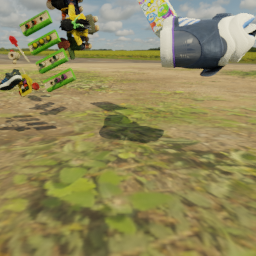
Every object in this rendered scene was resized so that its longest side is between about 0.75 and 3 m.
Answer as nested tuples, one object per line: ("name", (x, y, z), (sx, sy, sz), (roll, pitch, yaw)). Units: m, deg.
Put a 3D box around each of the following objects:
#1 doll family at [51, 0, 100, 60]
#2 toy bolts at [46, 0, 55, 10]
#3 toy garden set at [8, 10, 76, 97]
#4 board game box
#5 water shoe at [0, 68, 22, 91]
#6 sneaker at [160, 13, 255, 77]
("doll family", (-1.452, -3.100, 7.325), (0.968, 2.467, 1.426), (-4, 15, 32))
("toy bolts", (-2.085, -4.205, 8.904), (1.228, 0.891, 1.285), (1, 21, -15))
("toy garden set", (-2.204, -1.650, 6.551), (1.438, 1.725, 0.344), (-22, 3, 14))
("board game box", (0.929, -3.225, 7.938), (0.689, 1.338, 0.702), (-33, -26, 24))
("water shoe", (-2.781, -1.128, 6.589), (0.819, 0.323, 0.293), (-19, -14, 29))
("sneaker", (1.650, -1.803, 5.723), (1.839, 1.012, 2.512), (-1, 24, 13))
